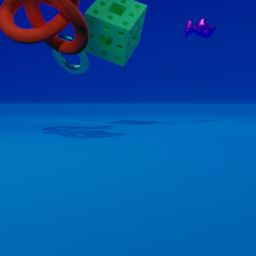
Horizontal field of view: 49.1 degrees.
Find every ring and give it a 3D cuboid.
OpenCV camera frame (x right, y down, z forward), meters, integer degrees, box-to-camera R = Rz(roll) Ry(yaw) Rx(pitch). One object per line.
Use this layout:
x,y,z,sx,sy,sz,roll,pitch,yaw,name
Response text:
-1.944,-2.462,9.422,1.463,1.463,0.293,4,44,36,ring

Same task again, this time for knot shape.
-1.907,-2.522,6.183,1.887,2.017,0.932,-11,25,-3,knot shape

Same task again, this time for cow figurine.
2.227,-3.063,8.818,0.875,0.861,0.480,39,-26,10,cow figurine

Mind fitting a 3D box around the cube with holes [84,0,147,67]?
-0.391,-2.901,8.200,1.307,1.307,1.307,23,-34,6,cube with holes
